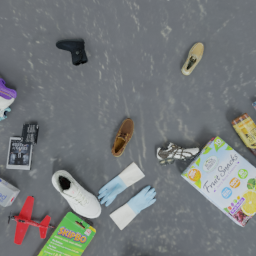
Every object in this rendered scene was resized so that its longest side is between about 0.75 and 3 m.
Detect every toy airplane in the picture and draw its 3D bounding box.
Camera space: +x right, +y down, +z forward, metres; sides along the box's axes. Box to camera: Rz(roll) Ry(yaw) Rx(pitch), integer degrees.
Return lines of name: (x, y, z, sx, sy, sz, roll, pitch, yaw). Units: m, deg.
toy airplane: (-3.745, 3.659, 10.756, 1.867, 0.343, 1.867, 0, 81, 0)

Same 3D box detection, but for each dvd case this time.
dvd case: (-4.317, 1.023, 11.237, 0.949, 0.156, 1.262, 3, 82, 0)

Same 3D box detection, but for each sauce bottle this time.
sauce bottle: (5.003, 0.511, 11.027, 0.756, 0.756, 2.290, -33, 83, -5)

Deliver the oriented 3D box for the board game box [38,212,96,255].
board game box: (-2.497, 4.676, 10.592, 1.336, 0.419, 2.797, 34, 86, 4)

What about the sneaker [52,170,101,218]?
sneaker: (-1.983, 2.514, 10.463, 2.368, 1.177, 0.923, 40, 75, 3)

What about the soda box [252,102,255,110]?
soda box: (5.560, -0.627, 11.374, 0.386, 0.359, 1.129, -29, 82, -4)

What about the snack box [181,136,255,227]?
snack box: (3.823, 2.024, 10.777, 2.872, 0.761, 2.043, 41, 84, 6)

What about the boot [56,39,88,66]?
boot: (-2.340, -3.134, 11.673, 1.253, 0.478, 1.053, -7, 78, -7)

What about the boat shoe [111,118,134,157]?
boat shoe: (-0.188, 0.372, 11.127, 0.592, 0.555, 1.644, 23, 82, 3)

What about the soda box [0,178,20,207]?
soda box: (-5.279, 2.205, 10.814, 2.023, 0.642, 0.691, 31, 83, 4)

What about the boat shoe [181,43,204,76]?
boat shoe: (2.748, -2.909, 11.591, 0.552, 0.586, 1.540, 25, 82, 3)

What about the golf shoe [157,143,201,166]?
golf shoe: (1.984, 0.920, 10.998, 1.739, 0.676, 0.822, -14, 82, -3)

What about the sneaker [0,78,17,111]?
sneaker: (-5.734, -1.751, 11.354, 2.846, 1.147, 1.187, 34, 54, 9)

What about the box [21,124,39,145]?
box: (-3.908, 0.244, 11.169, 0.566, 0.316, 0.802, 1, 65, -2)

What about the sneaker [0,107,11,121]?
sneaker: (-5.209, -0.475, 11.330, 0.471, 0.424, 1.092, 35, 83, 2)

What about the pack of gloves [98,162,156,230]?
pack of gloves: (-0.023, 2.637, 10.881, 2.063, 0.407, 1.733, -39, 83, -5)
